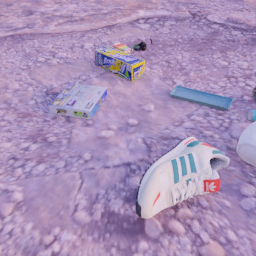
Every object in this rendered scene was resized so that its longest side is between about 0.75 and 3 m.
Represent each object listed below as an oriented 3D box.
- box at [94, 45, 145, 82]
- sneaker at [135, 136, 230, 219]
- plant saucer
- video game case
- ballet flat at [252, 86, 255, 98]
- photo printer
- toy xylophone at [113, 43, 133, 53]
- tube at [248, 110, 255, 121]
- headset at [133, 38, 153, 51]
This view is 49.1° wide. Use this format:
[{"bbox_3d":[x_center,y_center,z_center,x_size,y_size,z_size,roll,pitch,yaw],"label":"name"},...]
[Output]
[{"bbox_3d":[-0.387,-2.822,12.116,0.830,0.762,2.369,-31,48,-34],"label":"box"},{"bbox_3d":[1.392,1.201,6.596,1.336,1.006,2.858,22,39,34],"label":"sneaker"},{"bbox_3d":[2.683,-1.110,10.335,2.196,0.208,0.768,17,41,22],"label":"plant saucer"},{"bbox_3d":[-1.730,-1.001,10.022,1.531,0.384,1.689,10,38,13],"label":"video game case"},{"bbox_3d":[5.303,-1.032,9.676,0.754,0.837,2.224,-12,38,-26],"label":"ballet flat"},{"bbox_3d":[4.257,0.569,7.624,2.244,0.779,1.867,29,47,34],"label":"photo printer"},{"bbox_3d":[-0.221,-4.037,14.130,0.757,0.260,1.033,-29,46,-34],"label":"toy xylophone"},{"bbox_3d":[4.716,-0.381,9.312,1.382,0.348,0.535,3,44,-6],"label":"tube"},{"bbox_3d":[0.755,-4.223,14.205,0.993,0.467,0.613,-11,38,4],"label":"headset"}]
